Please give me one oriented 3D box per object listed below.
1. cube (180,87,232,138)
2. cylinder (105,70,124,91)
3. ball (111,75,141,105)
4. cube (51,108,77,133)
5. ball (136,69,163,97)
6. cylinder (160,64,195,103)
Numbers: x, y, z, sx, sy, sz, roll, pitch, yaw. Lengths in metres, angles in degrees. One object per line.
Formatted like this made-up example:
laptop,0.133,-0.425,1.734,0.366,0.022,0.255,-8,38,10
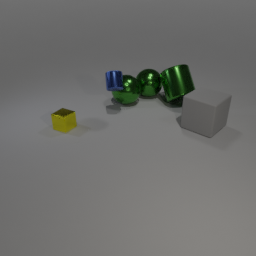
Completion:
cube,3.105,-0.673,11.229,1.400,1.400,1.400,23,37,35
cylinder,-0.552,-1.901,11.354,0.700,0.700,0.700,-5,-4,0
ball,-0.087,-1.811,13.224,1.400,1.400,1.400,0,30,0
cube,-2.577,-0.308,11.306,0.700,0.700,0.700,16,33,26
ball,1.040,-2.254,14.000,1.400,1.400,1.400,0,30,0
cylinder,2.335,-2.058,13.112,1.400,1.400,1.400,-15,-6,-2
